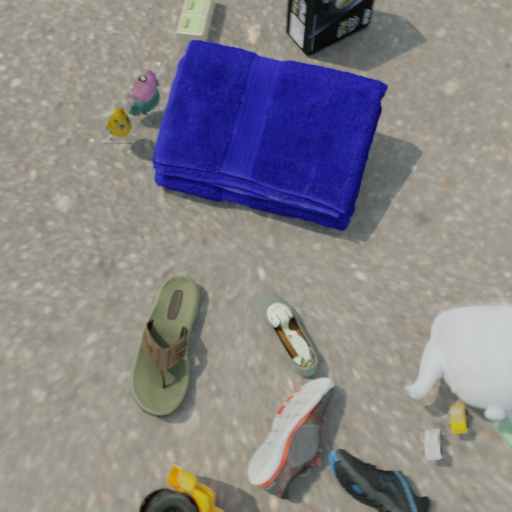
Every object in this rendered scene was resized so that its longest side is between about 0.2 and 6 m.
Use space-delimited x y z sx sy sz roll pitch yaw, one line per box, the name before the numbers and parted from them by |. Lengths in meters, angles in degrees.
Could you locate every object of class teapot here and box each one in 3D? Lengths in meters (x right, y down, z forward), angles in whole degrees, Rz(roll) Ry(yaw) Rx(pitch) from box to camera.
teapot | 3.745 1.723 8.641 2.084 2.112 1.542 22 66 -38

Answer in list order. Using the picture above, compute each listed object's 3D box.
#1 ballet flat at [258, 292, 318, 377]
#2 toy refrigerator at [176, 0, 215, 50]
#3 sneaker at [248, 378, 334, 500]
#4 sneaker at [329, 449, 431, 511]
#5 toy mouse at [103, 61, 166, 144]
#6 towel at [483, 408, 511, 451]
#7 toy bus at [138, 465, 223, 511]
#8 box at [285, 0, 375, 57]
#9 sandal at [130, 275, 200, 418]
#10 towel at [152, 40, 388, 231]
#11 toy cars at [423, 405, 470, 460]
ballet flat | 0.568 1.260 9.590 0.567 0.536 1.683 -26 68 -11
toy refrigerator | -1.335 -5.367 12.550 0.577 0.532 1.520 8 67 3
sneaker | 0.704 2.892 8.894 0.837 0.788 2.045 45 67 -13
sneaker | 1.883 3.522 8.614 1.710 0.626 0.700 40 59 9
toy mouse | -2.172 -3.044 10.831 0.394 2.036 1.810 40 71 -8
towel | 4.803 2.589 9.177 1.786 0.209 1.363 -30 70 -13
toy bus | -0.807 4.424 7.738 2.246 1.588 2.340 25 65 -3
box | 1.603 -5.550 11.750 1.745 2.131 0.918 -30 69 -13
sandal | -1.551 1.421 9.418 0.991 0.712 2.495 5 66 2
towel | 0.175 -2.264 10.355 3.935 0.975 2.906 15 95 7
toy cars | 2.978 2.723 8.839 1.150 0.515 0.255 -36 115 -19
